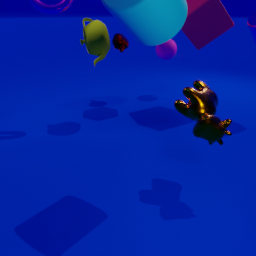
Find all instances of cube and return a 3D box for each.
[{"bbox_3d":[2.440,-3.798,9.364,1.385,1.385,1.385,-32,43,27],"label":"cube"}]

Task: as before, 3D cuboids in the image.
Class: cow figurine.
[{"bbox_3d":[1.543,-0.307,5.513,1.245,0.695,1.265,40,41,13],"label":"cow figurine"}]

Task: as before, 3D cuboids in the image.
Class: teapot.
[{"bbox_3d":[-0.336,-3.308,10.844,0.702,0.553,1.129,24,36,-41],"label":"teapot"},{"bbox_3d":[-1.021,-2.646,8.538,0.843,1.723,1.071,-16,-15,-12],"label":"teapot"}]

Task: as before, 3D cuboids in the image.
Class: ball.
[{"bbox_3d":[1.573,-3.242,11.527,0.858,0.858,0.858,0,24,0],"label":"ball"}]

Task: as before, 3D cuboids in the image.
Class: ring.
[{"bbox_3d":[-2.198,-3.822,7.950,1.279,1.279,0.256,-5,-10,-11],"label":"ring"}]

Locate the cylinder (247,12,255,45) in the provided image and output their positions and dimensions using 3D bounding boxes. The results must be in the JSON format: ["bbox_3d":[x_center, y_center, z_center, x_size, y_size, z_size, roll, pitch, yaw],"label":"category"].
[{"bbox_3d":[4.275,-3.057,8.574,0.940,0.940,0.940,-26,38,23],"label":"cylinder"}]

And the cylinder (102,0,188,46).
[{"bbox_3d":[0.291,-2.113,4.622,1.109,1.109,1.109,16,-5,31],"label":"cylinder"}]
